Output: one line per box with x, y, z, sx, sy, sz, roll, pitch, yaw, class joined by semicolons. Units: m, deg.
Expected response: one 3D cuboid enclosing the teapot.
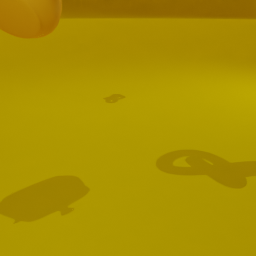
-1.355;-1.834;3.675;1.902;1.183;0.931;-2;60;38;teapot
